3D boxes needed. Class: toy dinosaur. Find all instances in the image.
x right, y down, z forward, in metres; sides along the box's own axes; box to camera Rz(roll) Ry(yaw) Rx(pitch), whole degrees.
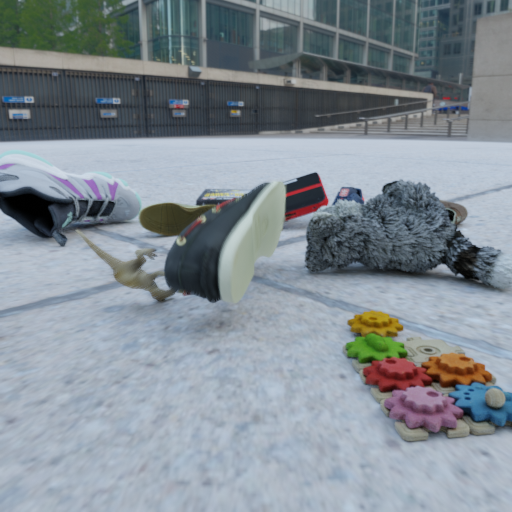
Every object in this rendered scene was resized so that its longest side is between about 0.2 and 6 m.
[{"bbox_3d":[-1.799,0.243,8.159,0.921,1.822,0.530,-17,45,41],"label":"toy dinosaur"}]

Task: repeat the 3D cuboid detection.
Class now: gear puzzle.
[{"bbox_3d":[1.840,1.139,6.488,1.488,0.376,2.873,-2,15,-8],"label":"gear puzzle"}]

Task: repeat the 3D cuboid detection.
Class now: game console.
[{"bbox_3d":[0.920,-1.450,14.048,1.638,0.254,1.449,-16,38,5],"label":"game console"}]

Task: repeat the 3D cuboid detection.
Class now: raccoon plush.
[{"bbox_3d":[2.420,-0.243,9.595,2.290,1.653,3.418,-20,24,-33],"label":"raccoon plush"}]

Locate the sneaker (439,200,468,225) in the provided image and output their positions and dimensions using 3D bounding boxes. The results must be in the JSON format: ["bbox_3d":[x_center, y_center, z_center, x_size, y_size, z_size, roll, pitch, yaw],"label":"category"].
[{"bbox_3d":[4.408,-1.189,14.482,1.950,0.687,0.736,9,20,32],"label":"sneaker"}]

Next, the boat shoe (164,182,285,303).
[{"bbox_3d":[-0.290,-0.378,8.447,1.041,1.215,3.322,7,26,17],"label":"boat shoe"}]

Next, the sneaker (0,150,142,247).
[{"bbox_3d":[-4.286,-1.009,13.026,3.615,1.405,2.529,11,31,-29],"label":"sneaker"}]

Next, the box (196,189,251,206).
[{"bbox_3d":[-0.330,-1.431,15.505,2.452,0.593,1.942,1,16,2],"label":"box"}]

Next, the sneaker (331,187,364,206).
[{"bbox_3d":[2.261,-1.359,14.725,0.773,0.872,2.063,8,18,28],"label":"sneaker"}]

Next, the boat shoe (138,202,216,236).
[{"bbox_3d":[-1.862,-0.913,13.403,2.164,0.790,0.681,-9,8,-36],"label":"boat shoe"}]

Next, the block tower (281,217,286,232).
[{"bbox_3d":[-0.434,-0.378,10.283,1.985,0.536,0.574,-27,41,-8],"label":"block tower"}]
